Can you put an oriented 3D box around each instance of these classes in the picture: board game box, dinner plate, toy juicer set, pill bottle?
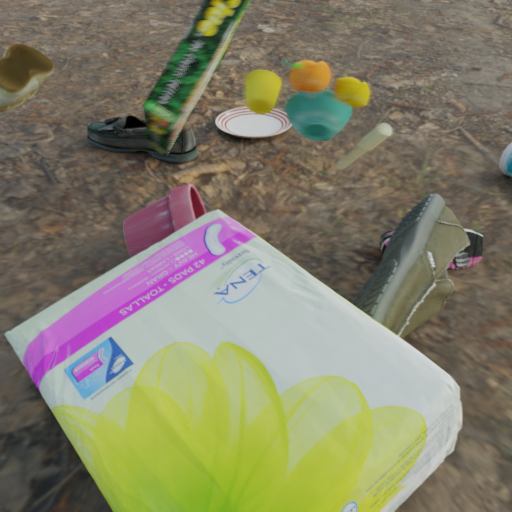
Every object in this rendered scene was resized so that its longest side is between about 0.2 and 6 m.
[{"bbox_3d":[-1.109,-3.227,9.958,0.595,2.658,5.074,28,1,-12],"label":"board game box"},{"bbox_3d":[-0.058,-3.486,14.806,2.028,0.246,2.028,1,37,0],"label":"dinner plate"},{"bbox_3d":[0.940,-1.820,6.888,1.286,2.021,0.550,-14,61,45],"label":"toy juicer set"},{"bbox_3d":[6.143,-1.875,12.085,0.861,0.861,1.554,-19,40,-24],"label":"pill bottle"}]

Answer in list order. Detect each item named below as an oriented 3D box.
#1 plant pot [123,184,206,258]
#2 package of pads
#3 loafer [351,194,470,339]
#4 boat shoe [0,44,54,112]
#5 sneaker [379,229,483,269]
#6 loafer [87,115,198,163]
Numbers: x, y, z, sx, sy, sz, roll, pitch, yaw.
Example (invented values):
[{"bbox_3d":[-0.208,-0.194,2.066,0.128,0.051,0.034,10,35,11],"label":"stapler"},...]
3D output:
[{"bbox_3d":[-1.525,-0.391,9.763,1.300,1.452,1.452,-16,36,6],"label":"plant pot"},{"bbox_3d":[-0.373,1.525,6.584,3.446,1.521,4.461,-33,47,-23],"label":"package of pads"},{"bbox_3d":[2.296,0.518,8.199,1.174,1.267,3.370,37,64,-2],"label":"loafer"},{"bbox_3d":[-4.255,-3.149,9.914,0.789,0.708,2.132,37,26,-16],"label":"boat shoe"},{"bbox_3d":[3.118,-0.283,10.078,1.887,0.758,0.815,3,26,-5],"label":"sneaker"},{"bbox_3d":[-2.800,-3.056,13.605,3.049,0.959,1.095,15,39,19],"label":"loafer"}]
